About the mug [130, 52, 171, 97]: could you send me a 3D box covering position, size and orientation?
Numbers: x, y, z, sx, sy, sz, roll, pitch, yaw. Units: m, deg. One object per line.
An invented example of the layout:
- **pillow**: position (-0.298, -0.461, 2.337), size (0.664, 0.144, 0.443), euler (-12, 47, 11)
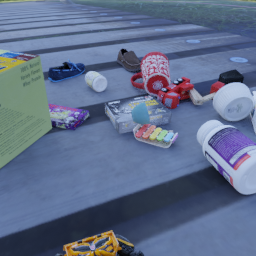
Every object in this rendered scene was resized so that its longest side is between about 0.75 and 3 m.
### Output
- **mug**: position (1.235, -2.431, 13.756), size (1.509, 2.007, 2.261), euler (31, 30, -20)

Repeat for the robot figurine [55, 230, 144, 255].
- **robot figurine**: position (-0.369, 3.027, 5.003), size (2.063, 0.828, 2.846), euler (-11, 33, -20)

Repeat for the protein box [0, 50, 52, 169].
- **protein box**: position (-4.287, -0.730, 9.189), size (1.917, 2.841, 2.820), euler (13, 34, 20)

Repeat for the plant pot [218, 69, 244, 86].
- **plant pot**: position (4.820, -2.167, 13.330), size (0.849, 0.955, 0.957), euler (-3, 33, -6)

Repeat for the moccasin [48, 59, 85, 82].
- **moccasin**: position (-3.231, -3.183, 15.147), size (0.958, 0.812, 2.380), euler (19, 37, 29)

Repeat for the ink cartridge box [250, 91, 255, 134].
- **ink cartridge box**: position (5.591, -0.583, 10.917), size (1.383, 0.795, 2.361), euler (8, 32, 12)

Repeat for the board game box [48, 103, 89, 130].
- **board game box**: position (-2.758, -0.491, 11.290), size (2.054, 0.332, 1.233), euler (11, 29, 17)

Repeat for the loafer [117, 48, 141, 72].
- **loafer**: position (0.082, -4.018, 16.383), size (0.969, 0.942, 2.654), euler (-18, 36, -27)

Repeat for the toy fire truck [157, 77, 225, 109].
- **toy fire truck**: position (2.832, -1.508, 12.508), size (1.958, 0.677, 2.777), euler (30, 46, 31)

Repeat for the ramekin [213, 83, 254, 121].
- **ramekin**: position (4.172, -0.949, 10.960), size (1.484, 1.484, 0.779), euler (-4, 42, -6)

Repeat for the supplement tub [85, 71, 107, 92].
- **supplement tub**: position (-1.584, -2.304, 13.740), size (0.788, 0.788, 1.087), euler (-18, 36, -27)

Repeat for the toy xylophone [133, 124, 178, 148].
- **toy xylophone**: position (1.003, 0.203, 10.022), size (1.589, 0.399, 1.164), euler (11, 33, 16)

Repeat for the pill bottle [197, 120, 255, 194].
- **pill bottle**: position (3.060, 0.724, 8.310), size (1.302, 1.302, 2.336), euler (-10, 33, -16)

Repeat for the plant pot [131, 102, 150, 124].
- **plant pot**: position (0.416, -0.469, 9.966), size (0.543, 0.807, 0.807), euler (-15, 33, -3)

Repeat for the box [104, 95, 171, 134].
- **box**: position (0.352, -0.603, 11.203), size (2.202, 0.532, 1.744), euler (-11, 33, -17)
